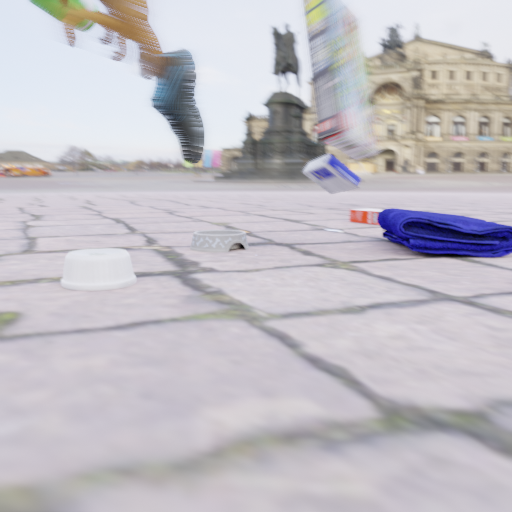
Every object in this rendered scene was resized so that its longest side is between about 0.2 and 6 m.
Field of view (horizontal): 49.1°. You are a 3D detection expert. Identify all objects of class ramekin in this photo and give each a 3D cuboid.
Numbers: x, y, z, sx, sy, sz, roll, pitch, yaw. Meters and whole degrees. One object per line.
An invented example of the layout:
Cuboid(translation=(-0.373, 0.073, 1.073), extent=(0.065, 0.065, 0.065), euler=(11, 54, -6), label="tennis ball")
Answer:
Cuboid(translation=(-1.956, 0.152, 6.932), extent=(0.897, 0.418, 0.897), euler=(-1, 8, 0), label="ramekin")

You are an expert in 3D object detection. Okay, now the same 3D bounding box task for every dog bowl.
Cuboid(translation=(-0.677, -0.285, 10.371), extent=(1.107, 0.325, 1.107), euler=(1, 9, 0), label="dog bowl")

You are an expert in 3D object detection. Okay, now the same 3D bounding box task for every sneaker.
Cuboid(translation=(-1.637, -2.961, 11.376), extent=(0.933, 2.278, 0.834), euler=(-14, 23, -13), label="sneaker")

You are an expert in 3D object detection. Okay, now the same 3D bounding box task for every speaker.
Cuboid(translation=(-3.152, -4.094, 8.819), extent=(0.599, 0.599, 1.355), euler=(5, -7, 32), label="speaker")

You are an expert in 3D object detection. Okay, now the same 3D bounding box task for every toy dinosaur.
Cuboid(translation=(-1.530, -2.857, 6.088), extent=(1.234, 0.702, 2.324), euler=(-9, -17, -4), label="toy dinosaur")

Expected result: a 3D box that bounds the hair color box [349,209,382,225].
Cuboid(translation=(3.303, -1.111, 15.882), extent=(0.705, 0.406, 1.271), euler=(-4, 7, -26), label="hair color box")

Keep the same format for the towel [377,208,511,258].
Cuboid(translation=(3.407, -0.415, 10.410), extent=(2.057, 0.690, 2.786), euler=(7, 8, 3), label="towel")

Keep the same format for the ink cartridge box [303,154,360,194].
Cuboid(translation=(1.354, -1.431, 9.865), extent=(0.706, 0.278, 1.419), euler=(37, -5, -12), label="ink cartridge box")

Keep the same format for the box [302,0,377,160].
Cuboid(translation=(1.236, -2.669, 8.255), extent=(0.393, 2.266, 1.247), euler=(-12, -12, 32), label="box")
